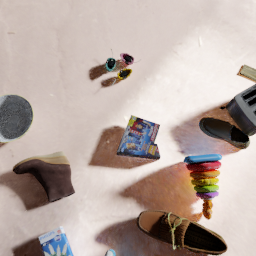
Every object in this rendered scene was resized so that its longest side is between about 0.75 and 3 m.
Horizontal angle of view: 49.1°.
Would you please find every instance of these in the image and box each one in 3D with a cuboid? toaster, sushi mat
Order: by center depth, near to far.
[{"bbox_3d":[4.773,-0.705,10.633,1.779,1.056,1.609,-28,72,-9],"label":"toaster"},{"bbox_3d":[5.297,-2.223,11.678,1.173,0.071,0.561,27,72,9],"label":"sushi mat"}]

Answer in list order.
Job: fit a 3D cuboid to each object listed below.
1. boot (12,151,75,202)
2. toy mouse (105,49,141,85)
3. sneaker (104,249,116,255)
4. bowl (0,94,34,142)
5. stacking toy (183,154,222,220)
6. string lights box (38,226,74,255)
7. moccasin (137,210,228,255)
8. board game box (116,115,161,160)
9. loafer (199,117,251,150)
[{"bbox_3d":[-2.985,1.816,9.934,2.005,0.725,1.668,-15,70,-8],"label":"boot"},{"bbox_3d":[-0.347,-2.677,11.693,1.696,0.328,1.507,-32,74,-11],"label":"toy mouse"},{"bbox_3d":[-1.070,4.984,8.767,0.976,0.925,2.417,19,69,12],"label":"sneaker"},{"bbox_3d":[-4.365,-0.245,10.560,1.898,0.891,1.898,0,71,1],"label":"bowl"},{"bbox_3d":[2.712,2.049,9.752,1.232,1.302,2.244,-5,82,1],"label":"stacking toy"},{"bbox_3d":[-2.284,4.161,9.269,0.793,0.455,1.543,-25,73,-8],"label":"string lights box"},{"bbox_3d":[1.727,3.446,9.151,2.966,1.145,1.085,23,73,8],"label":"moccasin"},{"bbox_3d":[0.581,0.517,10.510,1.590,0.491,1.591,20,72,6],"label":"board game box"},{"bbox_3d":[3.690,0.105,10.538,2.049,0.700,0.775,24,73,8],"label":"loafer"}]
